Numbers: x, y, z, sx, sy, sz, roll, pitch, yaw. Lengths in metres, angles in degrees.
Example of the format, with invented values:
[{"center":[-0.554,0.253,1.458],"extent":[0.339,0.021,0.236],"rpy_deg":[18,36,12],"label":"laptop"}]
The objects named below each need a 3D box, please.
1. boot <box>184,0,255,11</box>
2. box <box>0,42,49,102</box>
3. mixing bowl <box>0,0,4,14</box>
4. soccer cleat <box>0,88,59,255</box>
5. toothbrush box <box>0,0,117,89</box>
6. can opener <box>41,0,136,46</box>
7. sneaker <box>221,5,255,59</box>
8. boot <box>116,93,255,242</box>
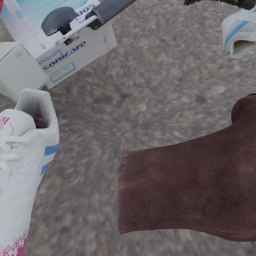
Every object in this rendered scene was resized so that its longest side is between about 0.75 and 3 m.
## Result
[{"center":[1.588,-2.222,4.751],"extent":[1.138,0.453,1.308],"rpy_deg":[18,12,1],"label":"boot"},{"center":[-2.704,-1.201,5.842],"extent":[2.286,0.939,0.782],"rpy_deg":[16,61,44],"label":"box"},{"center":[-3.659,-2.612,5.463],"extent":[2.434,1.318,2.434],"rpy_deg":[-1,95,-17],"label":"mixing bowl"},{"center":[-1.557,0.567,3.321],"extent":[1.046,1.293,2.995],"rpy_deg":[9,36,-5],"label":"soccer cleat"},{"center":[-1.896,-2.676,6.784],"extent":[2.030,1.182,2.773],"rpy_deg":[-36,67,-7],"label":"toothbrush box"},{"center":[-0.662,-2.288,5.335],"extent":[2.149,0.718,0.573],"rpy_deg":[-45,22,-22],"label":"can opener"},{"center":[2.736,-2.073,5.334],"extent":[0.804,2.101,0.849],"rpy_deg":[6,74,-27],"label":"sneaker"},{"center":[1.092,0.277,3.914],"extent":[2.401,1.044,2.886],"rpy_deg":[-1,29,6],"label":"boot"}]
